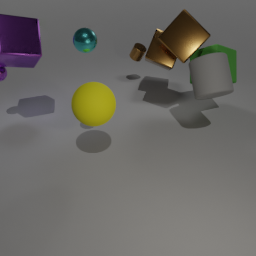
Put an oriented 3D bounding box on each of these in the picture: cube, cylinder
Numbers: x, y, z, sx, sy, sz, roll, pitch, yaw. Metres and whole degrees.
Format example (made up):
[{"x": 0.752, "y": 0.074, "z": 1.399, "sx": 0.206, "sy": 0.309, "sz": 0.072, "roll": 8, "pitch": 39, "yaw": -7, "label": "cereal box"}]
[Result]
[{"x": 1.713, "y": -3.713, "z": 13.462, "sx": 1.400, "sy": 1.400, "sz": 1.400, "roll": 22, "pitch": 9, "yaw": 0, "label": "cube"}, {"x": 0.525, "y": -4.018, "z": 14.869, "sx": 0.700, "sy": 0.700, "sz": 0.700, "roll": 15, "pitch": 50, "yaw": -19, "label": "cylinder"}, {"x": 3.052, "y": -1.867, "z": 10.329, "sx": 1.400, "sy": 1.400, "sz": 1.400, "roll": -10, "pitch": -4, "yaw": -1, "label": "cylinder"}, {"x": -4.010, "y": -3.064, "z": 10.095, "sx": 1.400, "sy": 1.400, "sz": 1.400, "roll": -4, "pitch": -4, "yaw": -30, "label": "cube"}, {"x": 2.192, "y": -3.550, "z": 11.015, "sx": 1.400, "sy": 1.400, "sz": 1.400, "roll": 44, "pitch": 18, "yaw": -3, "label": "cube"}, {"x": 3.613, "y": -2.592, "z": 11.913, "sx": 1.400, "sy": 1.400, "sz": 1.400, "roll": 2, "pitch": -2, "yaw": -37, "label": "cube"}]

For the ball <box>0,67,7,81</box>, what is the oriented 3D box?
[{"x": -5.064, "y": -2.151, "z": 10.870, "sx": 0.700, "sy": 0.700, "sz": 0.700, "roll": 0, "pitch": 32, "yaw": 0, "label": "ball"}]

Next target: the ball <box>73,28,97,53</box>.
[{"x": -1.232, "y": -2.512, "z": 8.046, "sx": 0.700, "sy": 0.700, "sz": 0.700, "roll": 0, "pitch": 32, "yaw": 0, "label": "ball"}]

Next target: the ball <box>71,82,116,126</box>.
[{"x": -1.079, "y": -0.749, "z": 8.842, "sx": 1.400, "sy": 1.400, "sz": 1.400, "roll": 0, "pitch": 32, "yaw": 0, "label": "ball"}]
